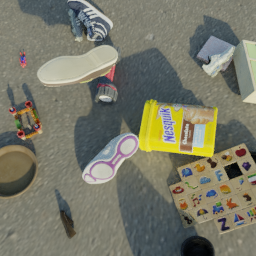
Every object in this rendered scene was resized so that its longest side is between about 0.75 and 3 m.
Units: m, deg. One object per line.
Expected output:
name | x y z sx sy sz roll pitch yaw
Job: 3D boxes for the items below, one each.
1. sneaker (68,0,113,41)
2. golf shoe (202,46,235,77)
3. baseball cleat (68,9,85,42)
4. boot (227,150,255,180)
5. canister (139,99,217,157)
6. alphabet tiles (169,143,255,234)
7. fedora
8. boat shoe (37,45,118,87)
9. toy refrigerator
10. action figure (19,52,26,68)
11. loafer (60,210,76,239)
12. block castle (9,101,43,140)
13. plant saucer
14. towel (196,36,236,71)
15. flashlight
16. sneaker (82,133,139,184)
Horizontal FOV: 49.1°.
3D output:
sneaker | -1.832 -4.775 12.488 2.229 0.781 1.209 28 68 -16
golf shoe | 3.785 -2.932 11.722 0.778 0.627 1.601 40 85 5
baseball cleat | -2.143 -4.851 12.895 1.063 0.697 1.997 -15 66 -9
boot | 4.340 1.505 9.704 1.745 0.657 1.305 10 56 17
canister | 1.787 0.006 9.888 2.486 1.076 1.846 6 72 16
alphabet tiles | 2.979 2.119 9.263 2.940 0.111 2.457 -22 65 8
fedora | 2.122 3.852 8.652 1.051 0.480 1.051 0 63 0
boat shoe | -1.664 -1.973 9.533 2.868 0.854 1.030 -28 74 -26
toy refrigerator | 5.083 -2.316 11.391 0.962 0.886 2.534 6 63 -12
action figure | -4.595 -2.972 12.238 0.268 0.212 0.818 -11 67 -8
loafer | -1.943 3.101 9.138 0.339 0.347 0.950 -22 75 -15
block castle | -3.876 -0.310 10.645 0.919 0.645 1.375 -23 66 -12
plant saucer | -4.142 1.536 9.924 1.963 0.289 1.963 0 64 -1
towel | 3.958 -3.303 12.376 1.401 0.236 1.467 32 68 15
flashlight | -0.730 -2.207 11.459 0.898 0.901 2.652 12 64 -5
sneaker | -0.593 1.063 9.935 2.385 1.188 0.893 -40 103 2
